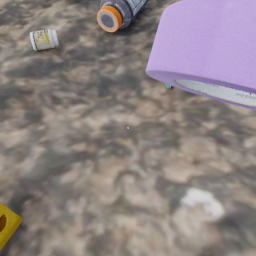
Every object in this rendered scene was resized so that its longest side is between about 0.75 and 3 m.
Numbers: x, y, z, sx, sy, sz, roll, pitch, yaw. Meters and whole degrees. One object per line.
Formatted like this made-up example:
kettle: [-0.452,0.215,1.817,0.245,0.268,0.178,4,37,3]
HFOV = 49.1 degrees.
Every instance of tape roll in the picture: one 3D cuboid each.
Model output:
tape roll: [1.706,-0.855,4.074,2.780,2.780,0.912,17,97,11]

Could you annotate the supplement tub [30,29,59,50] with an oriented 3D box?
supplement tub: [-2.583,-2.744,8.684,0.765,0.553,0.553,-13,56,-9]

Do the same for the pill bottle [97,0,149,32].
pill bottle: [-0.165,-4.090,9.249,1.156,1.156,2.175,23,58,15]

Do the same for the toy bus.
toy bus: [-2.836,2.176,4.949,2.025,1.046,1.911,-37,25,11]

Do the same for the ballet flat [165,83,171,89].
ballet flat: [1.149,-1.455,7.981,0.290,0.282,0.816,-2,52,-25]
